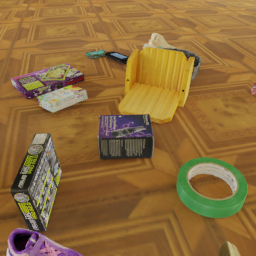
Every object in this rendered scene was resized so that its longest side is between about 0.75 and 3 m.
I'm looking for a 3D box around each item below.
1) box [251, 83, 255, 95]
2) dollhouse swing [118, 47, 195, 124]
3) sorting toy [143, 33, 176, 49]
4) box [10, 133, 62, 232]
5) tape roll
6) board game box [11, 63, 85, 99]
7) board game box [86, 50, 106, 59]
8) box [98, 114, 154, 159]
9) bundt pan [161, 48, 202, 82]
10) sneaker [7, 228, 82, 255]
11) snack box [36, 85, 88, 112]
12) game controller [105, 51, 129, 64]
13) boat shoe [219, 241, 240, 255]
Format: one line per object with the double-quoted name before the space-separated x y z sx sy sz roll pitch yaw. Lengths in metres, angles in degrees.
"box" 5.513 -1.571 11.516 0.762 0.380 0.364 11 38 15
"dollhouse swing" 0.939 -1.683 10.471 2.424 2.202 2.131 15 27 18
"sorting toy" 1.773 -3.952 14.360 1.703 1.011 1.892 17 38 9
"box" -2.106 1.253 6.722 0.411 1.488 1.858 -1 39 3
"tape roll" 2.172 1.503 7.336 1.752 0.421 1.752 0 36 0
"board game box" -3.482 -2.126 12.289 2.714 0.438 1.629 -25 47 -30
"board game box" -1.639 -3.920 14.882 1.035 0.146 0.700 -19 40 -23
"box" -0.076 0.250 8.653 1.650 0.861 1.221 -3 36 -3
"bundt pan" 1.915 -2.647 12.472 2.608 0.979 2.608 0 36 0
"sneaker" -1.701 2.523 5.643 1.826 0.807 0.734 13 37 15
"snack box" -2.510 -1.157 10.744 1.572 0.416 1.118 -28 33 -35
"game controller" -0.475 -3.652 14.378 1.516 0.319 0.791 31 46 33
"boat shoe" 2.133 2.985 5.267 0.561 0.625 1.689 13 38 -5
